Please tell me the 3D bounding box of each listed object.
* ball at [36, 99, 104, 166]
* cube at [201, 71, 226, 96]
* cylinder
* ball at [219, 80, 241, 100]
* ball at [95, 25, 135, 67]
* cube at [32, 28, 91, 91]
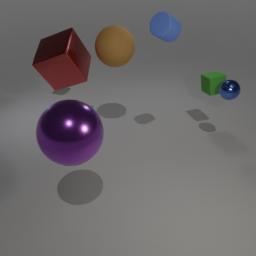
[{"bbox_3d":[-1.212,0.099,5.924,1.400,1.400,1.400,0,31,0],"label":"ball"},{"bbox_3d":[3.290,-1.729,10.776,0.700,0.700,0.700,-15,27,-10],"label":"cube"},{"bbox_3d":[1.106,-2.954,8.224,0.700,0.700,0.700,23,13,34],"label":"cylinder"},{"bbox_3d":[3.492,-1.309,9.618,0.700,0.700,0.700,0,31,0],"label":"ball"},{"bbox_3d":[-0.454,-2.835,9.760,1.400,1.400,1.400,0,31,0],"label":"ball"},{"bbox_3d":[-2.314,-2.431,10.045,1.400,1.400,1.400,-13,51,20],"label":"cube"}]
